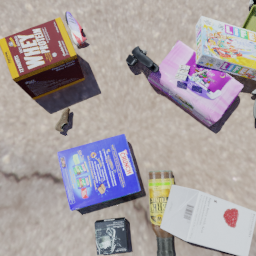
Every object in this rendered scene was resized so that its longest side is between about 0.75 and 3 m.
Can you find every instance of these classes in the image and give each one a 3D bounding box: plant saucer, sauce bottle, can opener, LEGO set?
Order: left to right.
[{"bbox_3d":[0.572,-2.274,9.552,0.624,1.969,0.774,22,105,-32],"label":"can opener"},{"bbox_3d":[1.124,2.689,8.891,0.864,0.864,2.671,-4,78,-1],"label":"sauce bottle"},{"bbox_3d":[2.077,-1.634,8.847,1.081,0.265,0.808,14,46,13],"label":"LEGO set"},{"bbox_3d":[4.814,-3.509,10.085,1.435,1.433,0.344,22,37,4],"label":"plant saucer"}]

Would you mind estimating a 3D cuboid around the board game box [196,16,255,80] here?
[{"bbox_3d":[3.687,-2.653,9.534,2.789,0.477,1.875,13,59,-9],"label":"board game box"}]

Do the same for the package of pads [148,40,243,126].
[{"bbox_3d":[2.283,-1.553,9.636,2.815,1.065,1.696,38,81,7],"label":"package of pads"}]

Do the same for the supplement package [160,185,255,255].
[{"bbox_3d":[2.374,2.702,8.223,2.264,1.356,1.373,23,77,-22],"label":"supplement package"}]

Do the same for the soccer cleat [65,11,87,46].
[{"bbox_3d":[-1.933,-3.729,10.370,0.496,0.463,1.356,-21,83,9],"label":"soccer cleat"}]

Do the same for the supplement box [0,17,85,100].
[{"bbox_3d":[-2.707,-2.180,9.226,2.026,2.054,1.364,-23,80,-5],"label":"supplement box"}]

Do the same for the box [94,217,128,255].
[{"bbox_3d":[-0.524,3.407,8.881,0.981,0.608,0.965,-6,80,-1],"label":"box"}]

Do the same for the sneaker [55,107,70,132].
[{"bbox_3d":[-2.157,-0.266,9.636,0.337,0.314,0.892,24,79,15],"label":"sneaker"}]

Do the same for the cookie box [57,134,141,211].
[{"bbox_3d":[-0.919,1.449,9.136,2.263,0.850,1.935,-15,79,-3],"label":"cookie box"}]

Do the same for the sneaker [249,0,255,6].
[{"bbox_3d":[5.541,-4.687,10.387,2.163,0.864,1.408,21,81,4],"label":"sneaker"}]

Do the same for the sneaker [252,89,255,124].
[{"bbox_3d":[5.288,-0.262,9.470,1.728,1.123,2.993,-30,70,-1],"label":"sneaker"}]
